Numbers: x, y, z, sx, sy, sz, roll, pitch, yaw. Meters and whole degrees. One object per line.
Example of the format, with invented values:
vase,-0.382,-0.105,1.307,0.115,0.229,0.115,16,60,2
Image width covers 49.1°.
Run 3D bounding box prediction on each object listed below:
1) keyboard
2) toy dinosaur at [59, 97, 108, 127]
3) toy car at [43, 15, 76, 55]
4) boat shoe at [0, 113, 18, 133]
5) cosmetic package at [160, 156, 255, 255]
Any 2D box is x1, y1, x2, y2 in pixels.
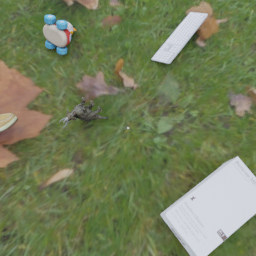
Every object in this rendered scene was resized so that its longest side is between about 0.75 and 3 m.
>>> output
keyboard,1.802,-3.154,9.656,0.726,0.138,2.580,27,68,31
toy dinosaur,-1.268,-0.457,8.323,1.481,0.757,0.570,2,57,-46
toy car,-2.136,-3.247,9.455,1.017,1.060,1.150,29,44,20
boat shoe,-4.011,-0.137,7.814,1.890,0.720,0.677,-17,24,14
cosmetic package,2.212,2.005,7.166,2.441,0.990,1.378,-36,76,-12
